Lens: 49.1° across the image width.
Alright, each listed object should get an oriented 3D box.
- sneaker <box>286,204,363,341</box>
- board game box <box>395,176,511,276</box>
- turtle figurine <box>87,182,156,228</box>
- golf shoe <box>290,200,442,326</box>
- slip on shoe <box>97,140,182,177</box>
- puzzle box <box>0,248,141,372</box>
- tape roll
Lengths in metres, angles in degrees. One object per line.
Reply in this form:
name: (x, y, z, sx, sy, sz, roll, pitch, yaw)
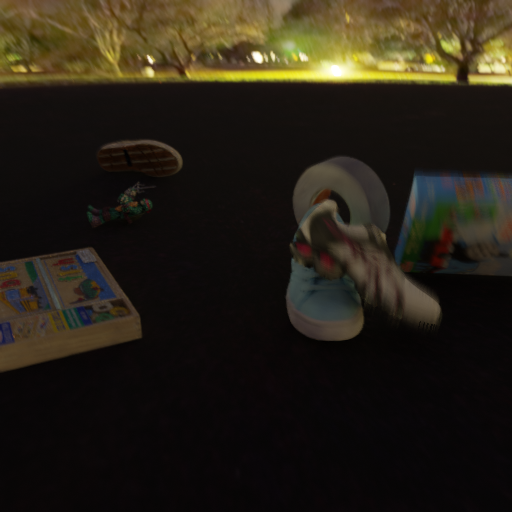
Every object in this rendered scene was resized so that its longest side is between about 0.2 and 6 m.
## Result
sneaker: (0.921, 0.085, 8.202, 1.076, 1.193, 2.911, -6, 26, 2)
board game box: (3.652, -0.397, 8.685, 2.648, 2.003, 0.485, 1, 56, 5)
turtle figurine: (-2.781, -1.049, 11.839, 1.499, 0.755, 1.122, -20, 8, -6)
golf shoe: (1.523, 0.135, 7.207, 2.179, 0.960, 0.841, 30, 0, 2)
slip on shoe: (-3.237, -2.836, 16.010, 2.742, 1.042, 0.831, 3, 28, 27)
puzzle box: (-2.998, 0.630, 8.134, 1.896, 0.362, 2.850, -12, 25, -26)
tape roll: (1.457, -0.835, 9.795, 1.708, 1.708, 0.564, 20, 35, 40)
